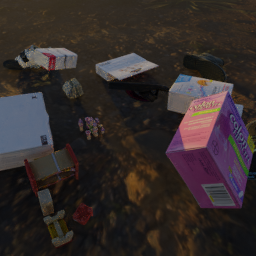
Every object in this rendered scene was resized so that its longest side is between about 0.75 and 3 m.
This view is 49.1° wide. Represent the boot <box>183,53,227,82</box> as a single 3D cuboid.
[{"bbox_3d":[4.177,-3.108,13.790,1.764,0.914,2.700,-17,42,-30],"label":"boot"}]

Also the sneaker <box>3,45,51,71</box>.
[{"bbox_3d":[-5.034,-3.640,14.203,2.652,1.174,0.982,-8,40,-8],"label":"sneaker"}]

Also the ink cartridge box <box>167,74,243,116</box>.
[{"bbox_3d":[3.175,-1.171,11.186,2.814,0.955,1.620,15,41,18],"label":"ink cartridge box"}]

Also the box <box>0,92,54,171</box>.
[{"bbox_3d":[-3.433,0.109,8.672,1.937,1.266,1.927,-10,64,-20],"label":"box"}]

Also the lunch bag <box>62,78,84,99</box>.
[{"bbox_3d":[-2.409,-1.684,12.168,0.734,0.610,0.875,-30,45,-12],"label":"lunch bag"}]

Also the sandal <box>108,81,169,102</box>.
[{"bbox_3d":[0.369,-1.168,9.195,0.999,0.636,2.657,12,12,42],"label":"sandal"}]

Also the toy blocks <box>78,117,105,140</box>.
[{"bbox_3d":[-1.285,-0.157,10.093,0.836,0.704,0.781,-23,43,-26],"label":"toy blocks"}]

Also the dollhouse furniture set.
[{"bbox_3d":[-1.774,1.810,7.586,1.347,1.018,2.503,-19,59,-23],"label":"dollhouse furniture set"}]

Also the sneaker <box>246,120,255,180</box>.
[{"bbox_3d":[3.966,0.704,8.641,1.054,0.942,2.574,1,39,44],"label":"sneaker"}]

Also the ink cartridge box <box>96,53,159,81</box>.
[{"bbox_3d":[-0.047,-2.849,13.668,2.366,0.529,2.085,-24,44,-27],"label":"ink cartridge box"}]

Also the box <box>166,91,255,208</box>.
[{"bbox_3d":[2.247,0.550,7.254,1.094,1.991,2.264,-14,29,41],"label":"box"}]

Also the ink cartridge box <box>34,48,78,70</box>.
[{"bbox_3d":[-2.528,-2.450,9.888,0.875,0.502,1.205,33,33,32],"label":"ink cartridge box"}]
